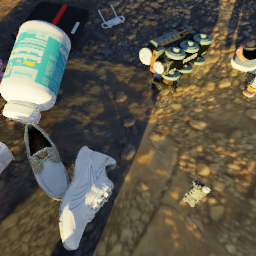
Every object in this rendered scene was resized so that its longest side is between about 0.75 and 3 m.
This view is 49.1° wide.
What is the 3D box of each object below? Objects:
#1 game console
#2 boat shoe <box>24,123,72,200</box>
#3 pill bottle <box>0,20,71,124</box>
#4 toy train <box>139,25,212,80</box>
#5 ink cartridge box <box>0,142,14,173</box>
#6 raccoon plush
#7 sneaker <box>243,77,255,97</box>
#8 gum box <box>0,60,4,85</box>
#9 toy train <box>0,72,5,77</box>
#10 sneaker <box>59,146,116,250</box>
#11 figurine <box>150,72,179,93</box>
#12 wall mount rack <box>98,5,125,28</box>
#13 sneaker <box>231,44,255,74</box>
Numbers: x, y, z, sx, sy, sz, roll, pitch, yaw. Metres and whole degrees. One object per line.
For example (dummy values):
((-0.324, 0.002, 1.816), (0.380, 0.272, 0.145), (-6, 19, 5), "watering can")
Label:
((-3.009, -4.096, 11.301), (2.329, 0.409, 2.634), (14, 58, 4), "game console")
((-2.317, 0.887, 7.723), (0.900, 0.824, 2.409), (-29, 61, -18), "boat shoe")
((-2.862, -1.643, 8.608), (1.624, 1.624, 2.932), (8, 72, 5), "pill bottle")
((1.685, -2.703, 9.788), (2.788, 1.188, 1.589), (-32, 57, -31), "toy train")
((-4.222, 1.019, 7.706), (1.211, 0.706, 1.673), (27, 61, 16), "ink cartridge box")
((1.617, 1.604, 6.770), (0.453, 0.937, 0.628), (37, 89, 19), "raccoon plush")
((4.345, -1.533, 9.487), (0.436, 0.524, 1.163), (39, 65, 22), "sneaker")
((-5.342, -1.702, 9.371), (2.216, 0.733, 1.258), (-8, 57, 1), "gum box")
((-3.645, -1.610, 9.476), (1.062, 0.393, 1.414), (44, 66, 4), "toy train")
((-1.003, 1.701, 7.140), (1.174, 1.005, 2.696), (11, 58, 1), "sneaker")
((1.321, -1.648, 9.696), (0.918, 0.405, 0.941), (16, 57, 1), "figurine")
((-0.689, -4.585, 11.557), (1.087, 0.405, 0.945), (-30, 62, -19), "wall mount rack")
((4.827, -2.358, 9.787), (2.202, 0.930, 0.825), (13, 58, 8), "sneaker")
